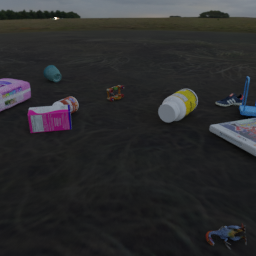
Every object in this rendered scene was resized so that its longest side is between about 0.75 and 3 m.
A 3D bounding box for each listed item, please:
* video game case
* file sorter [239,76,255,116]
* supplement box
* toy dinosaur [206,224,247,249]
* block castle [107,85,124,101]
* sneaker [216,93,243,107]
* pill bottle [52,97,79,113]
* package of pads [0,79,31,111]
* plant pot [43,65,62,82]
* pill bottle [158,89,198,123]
[{"bbox_3d":[4.723,0.193,10.017,2.627,0.302,2.394,-8,22,-19],"label":"video game case"},{"bbox_3d":[6.075,-1.262,11.609,2.499,1.533,1.734,8,14,18],"label":"file sorter"},{"bbox_3d":[-3.012,-0.373,10.863,1.557,0.805,0.788,-4,26,-12],"label":"supplement box"},{"bbox_3d":[2.050,2.259,5.872,0.798,0.462,0.879,-4,-13,17],"label":"toy dinosaur"},{"bbox_3d":[-0.598,-1.742,14.057,0.449,0.639,0.957,22,33,37],"label":"block castle"},{"bbox_3d":[4.840,-1.385,13.339,1.375,0.581,0.515,-6,25,-13],"label":"sneaker"},{"bbox_3d":[-2.776,-0.855,12.020,0.716,0.716,1.276,13,27,26],"label":"pill bottle"},{"bbox_3d":[-6.075,-1.508,13.044,1.677,1.053,2.783,6,25,19],"label":"package of pads"},{"bbox_3d":[-4.556,-3.259,17.183,0.919,0.919,0.864,-21,47,-38],"label":"plant pot"},{"bbox_3d":[2.073,-0.913,11.722,1.069,1.069,1.921,17,31,32],"label":"pill bottle"}]
